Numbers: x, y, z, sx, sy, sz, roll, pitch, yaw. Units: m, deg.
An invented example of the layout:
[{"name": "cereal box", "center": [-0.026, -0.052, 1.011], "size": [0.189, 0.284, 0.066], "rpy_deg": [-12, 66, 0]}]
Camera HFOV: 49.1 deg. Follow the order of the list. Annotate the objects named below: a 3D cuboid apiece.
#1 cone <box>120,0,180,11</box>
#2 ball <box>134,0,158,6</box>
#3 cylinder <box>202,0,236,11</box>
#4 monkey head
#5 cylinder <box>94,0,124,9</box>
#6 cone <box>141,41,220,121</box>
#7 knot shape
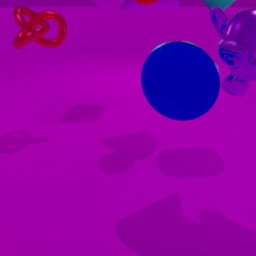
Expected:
[{"name": "cone", "center": [0.429, -3.567, 7.670], "size": [1.476, 1.471, 1.471], "rpy_deg": [-26, 25, 8]}, {"name": "ball", "center": [0.444, -3.402, 6.755], "size": [0.835, 0.835, 0.835], "rpy_deg": [0, 26, 0]}, {"name": "cylinder", "center": [2.256, -3.587, 6.821], "size": [1.172, 1.172, 1.172], "rpy_deg": [-38, 4, 3]}, {"name": "monkey head", "center": [2.131, -1.273, 4.789], "size": [1.932, 1.390, 1.164], "rpy_deg": [26, 67, 10]}, {"name": "cylinder", "center": [-0.738, -4.889, 9.536], "size": [1.275, 1.275, 1.275], "rpy_deg": [3, 6, 7]}, {"name": "cone", "center": [1.148, -1.030, 5.219], "size": [1.376, 1.376, 1.381], "rpy_deg": [13, 31, 25]}, {"name": "knot shape", "center": [-2.590, -2.845, 7.791], "size": [1.567, 0.724, 1.467], "rpy_deg": [-25, 66, -18]}]
